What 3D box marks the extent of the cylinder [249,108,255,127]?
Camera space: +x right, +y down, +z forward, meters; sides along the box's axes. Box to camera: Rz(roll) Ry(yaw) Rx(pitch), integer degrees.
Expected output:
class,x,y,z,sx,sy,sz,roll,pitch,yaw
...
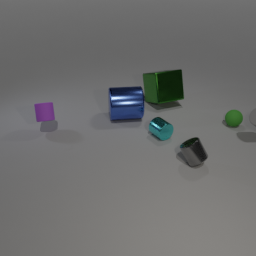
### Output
class,x,y,z,sx,sy,sz,roll,pitch,yaw
cylinder,4.790,-0.304,9.931,0.700,0.700,0.700,24,12,-36

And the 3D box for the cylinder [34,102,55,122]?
class,x,y,z,sx,sy,sz,roll,pitch,yaw
cylinder,-3.246,-0.624,10.916,0.700,0.700,0.700,-6,5,1

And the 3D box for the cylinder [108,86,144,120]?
class,x,y,z,sx,sy,sz,roll,pitch,yaw
cylinder,-0.102,-1.059,11.992,1.400,1.400,1.400,-4,29,-7

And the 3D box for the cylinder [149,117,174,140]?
class,x,y,z,sx,sy,sz,roll,pitch,yaw
cylinder,1.270,0.019,10.764,0.700,0.700,0.700,-17,33,-28

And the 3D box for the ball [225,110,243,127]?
class,x,y,z,sx,sy,sz,roll,pitch,yaw
ball,4.360,-0.407,11.532,0.700,0.700,0.700,0,29,0

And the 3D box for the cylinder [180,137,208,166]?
class,x,y,z,sx,sy,sz,roll,pitch,yaw
cylinder,2.153,0.768,9.160,0.700,0.700,0.700,-29,9,5

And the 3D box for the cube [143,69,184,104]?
class,x,y,z,sx,sy,sz,roll,pitch,yaw
cube,1.668,-1.989,13.342,1.400,1.400,1.400,-12,13,-20
